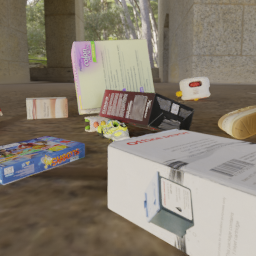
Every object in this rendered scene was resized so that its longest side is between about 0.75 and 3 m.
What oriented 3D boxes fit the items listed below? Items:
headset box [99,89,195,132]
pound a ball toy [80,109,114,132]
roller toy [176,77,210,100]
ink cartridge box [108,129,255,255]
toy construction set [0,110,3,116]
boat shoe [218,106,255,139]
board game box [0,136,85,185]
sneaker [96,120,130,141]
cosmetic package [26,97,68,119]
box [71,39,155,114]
[{"bbox_3d":[0.495,-0.538,9.479,2.018,1.019,2.715,15,-1,-43],"label":"headset box"},{"bbox_3d":[-1.096,-0.327,10.235,1.266,0.825,0.538,-10,15,-42],"label":"pound a ball toy"},{"bbox_3d":[4.790,-2.758,20.111,2.251,1.573,2.053,-8,2,-34],"label":"roller toy"},{"bbox_3d":[1.228,0.820,3.917,1.910,1.120,2.608,-10,14,-41],"label":"ink cartridge box"},{"bbox_3d":[-5.586,-0.420,11.166,1.122,0.862,0.936,-25,-23,-25],"label":"toy construction set"},{"bbox_3d":[4.356,-0.345,9.701,2.910,1.073,1.007,-8,20,-29],"label":"boat shoe"},{"bbox_3d":[-2.328,0.647,6.593,1.499,0.382,2.214,9,14,36],"label":"board game box"},{"bbox_3d":[-0.472,0.035,9.017,0.603,0.611,1.600,-11,15,-38],"label":"sneaker"},{"bbox_3d":[-3.725,-0.927,12.922,1.797,0.929,0.784,-5,12,-17],"label":"cosmetic package"},{"bbox_3d":[-0.636,-2.064,11.448,2.979,2.620,1.440,-7,-4,-17],"label":"box"}]
